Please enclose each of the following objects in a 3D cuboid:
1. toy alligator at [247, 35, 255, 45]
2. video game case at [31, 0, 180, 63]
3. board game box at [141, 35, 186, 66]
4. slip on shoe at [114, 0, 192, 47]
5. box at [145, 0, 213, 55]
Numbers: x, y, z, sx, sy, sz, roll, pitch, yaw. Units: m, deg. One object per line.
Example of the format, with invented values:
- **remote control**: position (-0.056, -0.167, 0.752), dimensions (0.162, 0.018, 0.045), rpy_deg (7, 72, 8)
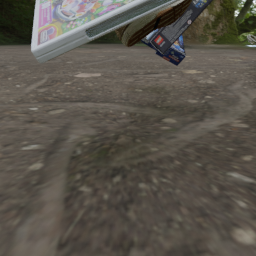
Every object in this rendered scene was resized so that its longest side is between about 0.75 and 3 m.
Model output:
- **toy alligator**: position (3.811, -1.766, 6.531), dimensions (2.082, 0.500, 0.690), rpy_deg (31, 47, 4)
- **video game case**: position (-0.094, -1.666, 3.333), dimensions (2.229, 0.201, 1.596), rpy_deg (-23, 43, 5)
- **board game box**: position (1.244, -3.374, 10.040), dimensions (1.806, 0.557, 1.805), rpy_deg (25, 51, -15)
- **slip on shoe**: position (0.436, -1.971, 4.748), dimensions (1.671, 0.506, 0.635), rpy_deg (-38, -8, -19)
- **box**: position (1.348, -3.062, 6.295), dimensions (0.476, 2.740, 1.508), rpy_deg (33, 20, -32)
